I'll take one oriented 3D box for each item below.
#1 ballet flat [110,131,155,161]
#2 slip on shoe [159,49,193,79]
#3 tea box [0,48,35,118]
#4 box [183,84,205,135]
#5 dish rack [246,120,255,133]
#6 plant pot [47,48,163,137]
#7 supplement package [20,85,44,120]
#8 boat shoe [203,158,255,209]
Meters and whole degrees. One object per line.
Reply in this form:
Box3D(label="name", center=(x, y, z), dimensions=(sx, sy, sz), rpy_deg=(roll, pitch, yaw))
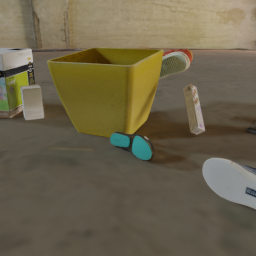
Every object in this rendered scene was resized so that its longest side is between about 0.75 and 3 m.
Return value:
Box3D(label="ballet flat", center=(0.232, 0.410, 7.364), dimensions=(0.579, 0.575, 1.692), rpy_deg=(2, 14, -41))
Box3D(label="slip on shoe", center=(1.220, -2.298, 10.044), dimensions=(2.529, 0.937, 0.774), rpy_deg=(-1, 33, 47))
Box3D(label="tea box", center=(-4.850, -1.836, 10.923), dimensions=(1.584, 2.333, 2.371), rpy_deg=(2, 20, 6))
Box3D(label="box", center=(2.060, -0.610, 8.790), dimensions=(0.319, 1.651, 0.342), rpy_deg=(19, -36, -34))
Box3D(label="dish rack", center=(4.432, -0.057, 8.945), dimensions=(1.255, 0.342, 0.963), rpy_deg=(-15, 24, -36))
Box3D(label="plant pot", center=(-0.538, -1.123, 8.780), dimensions=(2.641, 2.329, 2.641), rpy_deg=(9, 26, 23))
Box3D(label="supplement package", center=(-3.500, -0.947, 10.220), dimensions=(0.669, 1.140, 0.667), rpy_deg=(-9, 21, -23))
Box3D(label="boat shoe", center=(2.452, 1.115, 5.342), dimensions=(0.930, 0.749, 2.005), rpy_deg=(3, 16, -37))
